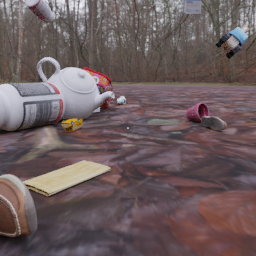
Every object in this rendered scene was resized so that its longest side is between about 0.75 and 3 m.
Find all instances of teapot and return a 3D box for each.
[{"bbox_3d":[-2.312,-1.712,11.922,2.553,1.865,2.520,-7,55,-36],"label":"teapot"}]

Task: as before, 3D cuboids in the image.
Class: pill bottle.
[{"bbox_3d":[-2.343,-3.190,7.530,0.425,0.425,0.751,5,-16,23],"label":"pill bottle"},{"bbox_3d":[-3.816,-0.787,10.055,1.634,1.634,2.821,8,13,35],"label":"pill bottle"}]

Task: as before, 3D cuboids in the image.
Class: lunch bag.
[{"bbox_3d":[-1.922,-2.202,15.451,2.075,0.965,2.356,22,-23,12],"label":"lunch bag"}]

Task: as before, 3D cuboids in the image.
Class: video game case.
[{"bbox_3d":[1.963,-3.918,8.469,0.618,0.863,0.078,-11,20,-25],"label":"video game case"}]

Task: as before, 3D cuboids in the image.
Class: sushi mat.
[{"bbox_3d":[-1.121,0.919,5.379,0.774,0.098,1.618,8,13,36],"label":"sushi mat"}]

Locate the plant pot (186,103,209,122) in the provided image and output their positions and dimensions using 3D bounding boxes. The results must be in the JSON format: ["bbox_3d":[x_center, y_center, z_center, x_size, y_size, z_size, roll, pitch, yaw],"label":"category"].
[{"bbox_3d":[2.868,-0.610,11.710,0.799,0.799,0.715,-9,-1,-40],"label":"plant pot"}]

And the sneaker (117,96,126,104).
[{"bbox_3d":[-0.355,-1.784,18.477,0.499,0.472,1.235,9,20,12],"label":"sneaker"}]

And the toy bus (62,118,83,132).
[{"bbox_3d":[-1.961,-0.119,9.894,0.337,0.406,1.036,4,12,14],"label":"toy bus"}]

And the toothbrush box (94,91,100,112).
[{"bbox_3d":[-3.027,-1.416,14.637,2.633,1.123,1.928,9,14,39],"label":"toothbrush box"}]

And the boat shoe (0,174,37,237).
[{"bbox_3d":[-1.873,1.002,3.493,2.054,0.778,0.737,-3,10,41],"label":"boat shoe"}]

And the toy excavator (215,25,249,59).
[{"bbox_3d":[4.437,-3.670,11.339,1.708,0.853,1.661,-43,-1,1],"label":"toy excavator"}]

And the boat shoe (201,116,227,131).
[{"bbox_3d":[3.172,-0.200,10.131,0.482,0.509,1.344,-1,13,-16],"label":"boat shoe"}]
